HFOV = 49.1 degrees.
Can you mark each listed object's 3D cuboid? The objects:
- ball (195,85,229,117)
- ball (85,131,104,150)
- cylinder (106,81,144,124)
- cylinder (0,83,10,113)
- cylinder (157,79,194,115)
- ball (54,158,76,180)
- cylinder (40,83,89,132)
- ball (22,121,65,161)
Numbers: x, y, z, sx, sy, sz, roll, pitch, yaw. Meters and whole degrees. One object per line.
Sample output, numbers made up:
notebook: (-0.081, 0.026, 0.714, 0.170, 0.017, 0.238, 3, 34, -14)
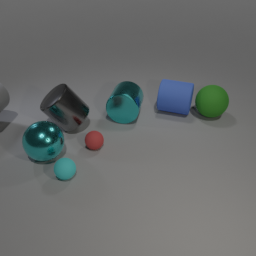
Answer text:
ball: (3.612, -1.155, 12.070, 1.400, 1.400, 1.400, 0, 32, 0)
ball: (-1.239, 0.446, 10.288, 0.700, 0.700, 0.700, 0, 32, 0)
cylinder: (-0.117, -1.119, 12.079, 1.400, 1.400, 1.400, 6, 33, 9)
cylinder: (-5.599, -1.014, 10.906, 1.400, 1.400, 1.400, 5, 35, 7)
cylinder: (2.116, -1.387, 12.464, 1.400, 1.400, 1.400, 11, 34, 14)
ball: (-2.011, 1.298, 8.933, 0.700, 0.700, 0.700, 0, 32, 0)
cylinder: (-2.499, -0.802, 11.132, 1.400, 1.400, 1.400, -28, 37, 23)
ball: (-2.907, 0.448, 9.655, 1.400, 1.400, 1.400, 0, 32, 0)
